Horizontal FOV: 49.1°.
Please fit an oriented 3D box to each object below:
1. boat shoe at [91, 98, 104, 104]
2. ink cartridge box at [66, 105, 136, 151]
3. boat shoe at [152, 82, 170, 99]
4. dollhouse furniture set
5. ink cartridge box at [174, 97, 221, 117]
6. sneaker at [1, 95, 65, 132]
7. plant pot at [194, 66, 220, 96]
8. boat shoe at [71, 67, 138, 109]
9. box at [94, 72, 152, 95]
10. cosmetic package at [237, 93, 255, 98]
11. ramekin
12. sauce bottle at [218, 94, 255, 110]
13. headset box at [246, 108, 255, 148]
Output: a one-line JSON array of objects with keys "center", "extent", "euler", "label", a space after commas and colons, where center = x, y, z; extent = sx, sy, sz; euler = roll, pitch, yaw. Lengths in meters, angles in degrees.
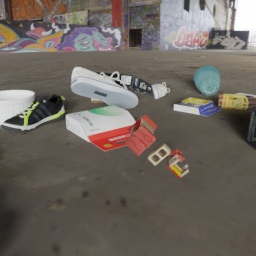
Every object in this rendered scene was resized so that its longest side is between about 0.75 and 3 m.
[{"center": [-1.444, -1.842, 13.549], "extent": [0.858, 0.859, 2.323], "euler": [-4, 20, -12], "label": "boat shoe"}, {"center": [-0.603, -0.092, 8.999], "extent": [1.948, 0.606, 2.420], "euler": [-14, 22, -34], "label": "ink cartridge box"}, {"center": [1.642, -1.881, 13.867], "extent": [0.817, 0.708, 1.917], "euler": [-13, 10, 9], "label": "boat shoe"}, {"center": [0.575, 0.431, 5.639], "extent": [1.318, 0.536, 0.709], "euler": [44, 21, -9], "label": "dollhouse furniture set"}, {"center": [2.924, -0.906, 11.687], "extent": [1.505, 0.354, 1.487], "euler": [12, 22, 37], "label": "ink cartridge box"}, {"center": [-3.248, -0.618, 9.714], "extent": [0.917, 1.060, 2.559], "euler": [12, 22, 31], "label": "sneaker"}, {"center": [4.169, -2.356, 14.530], "extent": [1.358, 1.358, 1.276], "euler": [2, 33, 5], "label": "plant pot"}, {"center": [-0.875, -1.686, 11.018], "extent": [2.980, 1.271, 1.101], "euler": [14, -34, -33], "label": "boat shoe"}, {"center": [-0.381, -2.249, 14.161], "extent": [2.595, 0.565, 2.079], "euler": [11, 1, 29], "label": "box"}, {"center": [5.180, -1.193, 12.205], "extent": [0.385, 0.535, 0.949], "euler": [-16, 22, -38], "label": "cosmetic package"}, {"center": [-4.394, -0.776, 10.375], "extent": [1.911, 0.931, 1.911], "euler": [0, 19, 0], "label": "ramekin"}, {"center": [4.792, -1.090, 11.708], "extent": [1.969, 0.650, 0.650], "euler": [4, 19, 18], "label": "sauce bottle"}, {"center": [4.610, 0.270, 7.104], "extent": [2.046, 1.090, 2.350], "euler": [-2, 19, -8], "label": "headset box"}]
